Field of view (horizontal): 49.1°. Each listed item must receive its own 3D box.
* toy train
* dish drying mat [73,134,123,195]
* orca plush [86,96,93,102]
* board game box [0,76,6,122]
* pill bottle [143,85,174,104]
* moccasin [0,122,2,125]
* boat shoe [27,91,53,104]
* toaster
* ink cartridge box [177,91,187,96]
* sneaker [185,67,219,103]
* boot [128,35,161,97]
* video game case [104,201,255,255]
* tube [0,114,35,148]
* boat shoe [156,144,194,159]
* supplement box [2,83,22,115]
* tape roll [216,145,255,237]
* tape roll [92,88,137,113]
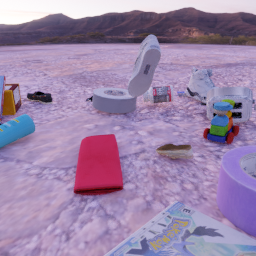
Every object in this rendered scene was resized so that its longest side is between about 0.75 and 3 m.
[{"bbox_3d":[3.369,-0.415,9.573,0.939,1.284,2.219,13,25,30],"label":"toy train"},{"bbox_3d":[-0.799,0.885,7.665,1.145,0.271,2.983,-3,22,-5],"label":"dish drying mat"},{"bbox_3d":[-1.668,-1.454,13.673,0.753,0.268,0.396,0,21,1],"label":"orca plush"},{"bbox_3d":[-5.477,-1.005,10.694,1.329,0.251,2.582,-4,54,-11],"label":"board game box"},{"bbox_3d":[1.380,-1.523,12.890,1.373,0.760,0.760,-5,21,4],"label":"pill bottle"},{"bbox_3d":[-4.377,0.010,9.732,0.430,0.364,1.068,-1,18,4],"label":"moccasin"},{"bbox_3d":[-4.305,-1.549,13.596,1.704,0.534,0.624,13,26,34],"label":"boat shoe"},{"bbox_3d":[3.853,-0.898,10.917,2.120,1.205,1.369,1,22,18],"label":"toaster"},{"bbox_3d":[3.002,-1.777,14.623,0.828,0.183,0.389,2,21,5],"label":"ink cartridge box"},{"bbox_3d":[3.822,-1.961,13.210,0.947,1.449,2.522,-17,32,-35],"label":"sneaker"},{"bbox_3d":[0.660,-2.491,11.352,0.913,2.483,1.187,16,43,-15],"label":"boot"},{"bbox_3d":[0.962,2.136,4.415,2.078,0.251,2.280,19,28,40],"label":"video game case"},{"bbox_3d":[-4.149,0.396,8.511,1.060,0.690,2.738,3,26,40],"label":"tube"},{"bbox_3d":[1.308,0.703,7.962,1.213,0.394,0.438,-5,23,46],"label":"boat shoe"},{"bbox_3d":[-5.573,-1.256,12.093,1.528,1.028,1.549,-3,21,-8],"label":"supplement box"},{"bbox_3d":[3.036,1.251,5.736,2.273,0.966,2.273,-1,21,0],"label":"tape roll"},{"bbox_3d":[-0.589,-1.249,12.366,1.958,0.647,1.958,5,20,-2],"label":"tape roll"}]
